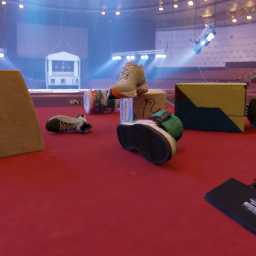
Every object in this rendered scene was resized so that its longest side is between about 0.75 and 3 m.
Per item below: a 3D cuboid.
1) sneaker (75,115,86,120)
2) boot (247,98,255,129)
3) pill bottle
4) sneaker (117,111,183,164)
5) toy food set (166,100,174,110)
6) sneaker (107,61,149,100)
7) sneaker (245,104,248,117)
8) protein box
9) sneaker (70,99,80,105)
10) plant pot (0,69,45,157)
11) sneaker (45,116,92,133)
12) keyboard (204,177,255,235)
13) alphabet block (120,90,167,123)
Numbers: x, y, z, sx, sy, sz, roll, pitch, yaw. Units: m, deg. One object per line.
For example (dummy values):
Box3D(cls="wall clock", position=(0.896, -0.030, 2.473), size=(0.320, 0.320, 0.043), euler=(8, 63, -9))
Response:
Box3D(cls="sneaker", position=(-1.937, -0.285, 10.484), size=(0.360, 0.417, 0.951), euler=(7, 14, 26))
Box3D(cls="boot", position=(5.491, -0.273, 9.351), size=(1.924, 1.020, 2.923), euler=(1, 20, -10))
Box3D(cls="pill bottle", position=(-1.164, -1.387, 14.447), size=(2.022, 1.209, 1.209), euler=(-5, 11, -24))
Box3D(cls="sneaker", position=(0.789, 0.174, 6.487), size=(1.393, 0.965, 2.307), euler=(-15, 14, -23))
Box3D(cls="toy food set", position=(1.056, -0.964, 12.968), size=(1.322, 0.734, 2.246), euler=(35, -11, -16))
Box3D(cls="sneaker", position=(-0.050, -1.509, 8.724), size=(0.883, 1.072, 2.331), euler=(-2, 14, 20))
Box3D(cls="sneaker", position=(5.243, -0.922, 13.620), size=(2.008, 0.760, 1.160), euler=(20, 15, 36))
Box3D(cls="protein box", position=(3.076, -0.856, 10.305), size=(2.312, 1.571, 2.329), euler=(4, 11, 21))
Box3D(cls="sneaker", position=(-3.681, -1.834, 19.568), size=(0.307, 0.367, 0.830), euler=(7, 11, 41))
Box3D(cls="plant pot", position=(-3.566, -0.449, 6.901), size=(2.223, 1.970, 2.225), euler=(-8, 13, -39))
Box3D(cls="sneaker", position=(-1.814, -0.084, 8.978), size=(1.487, 0.558, 0.859), euler=(-6, 14, -37))
Box3D(cls="keyboard", position=(1.682, 1.057, 3.552), size=(0.770, 0.293, 1.479), euler=(-26, 18, -12))
Box3D(cls="alphabet block", position=(0.549, -0.750, 10.574), size=(1.360, 1.328, 1.335), euler=(-6, 15, -20))
